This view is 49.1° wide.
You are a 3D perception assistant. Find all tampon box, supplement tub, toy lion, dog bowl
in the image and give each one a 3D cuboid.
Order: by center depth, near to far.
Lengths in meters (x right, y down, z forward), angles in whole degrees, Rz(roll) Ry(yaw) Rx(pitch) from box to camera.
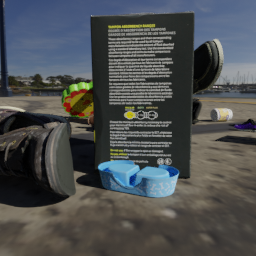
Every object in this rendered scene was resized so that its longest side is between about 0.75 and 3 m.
[{"bbox_3d":[0.132,0.708,3.962,1.174,0.291,0.655,3,9,26],"label":"dog bowl"},{"bbox_3d":[0.307,-0.593,5.132,1.586,2.513,1.883,1,8,7],"label":"tampon box"},{"bbox_3d":[3.939,-0.551,11.809,0.763,0.555,0.555,-3,9,-18],"label":"supplement tub"},{"bbox_3d":[-1.483,-1.257,12.727,2.659,0.953,2.775,-33,-38,22],"label":"toy lion"}]

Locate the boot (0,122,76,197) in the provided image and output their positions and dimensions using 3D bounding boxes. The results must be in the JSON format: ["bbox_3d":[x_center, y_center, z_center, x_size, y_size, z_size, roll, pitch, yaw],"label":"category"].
[{"bbox_3d":[-2.027,0.513,3.900,2.370,0.942,2.722,-8,6,-17],"label":"boot"}]

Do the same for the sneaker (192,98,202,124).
[{"bbox_3d":[2.404,-0.758,11.558,1.659,1.107,2.896,6,13,29],"label":"sneaker"}]

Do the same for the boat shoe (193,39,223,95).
[{"bbox_3d":[1.678,-1.454,7.873,0.995,1.057,2.942,-10,-10,-15],"label":"boat shoe"}]

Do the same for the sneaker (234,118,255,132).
[{"bbox_3d":[3.931,-0.110,9.186,0.855,0.425,0.297,7,11,37],"label":"sneaker"}]

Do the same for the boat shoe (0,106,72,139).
[{"bbox_3d":[-2.747,-0.011,6.776,2.655,0.955,0.860,7,4,4],"label":"boat shoe"}]

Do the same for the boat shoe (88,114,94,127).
[{"bbox_3d":[-0.562,-0.236,9.264,1.836,0.695,0.659,2,10,23],"label":"boat shoe"}]
